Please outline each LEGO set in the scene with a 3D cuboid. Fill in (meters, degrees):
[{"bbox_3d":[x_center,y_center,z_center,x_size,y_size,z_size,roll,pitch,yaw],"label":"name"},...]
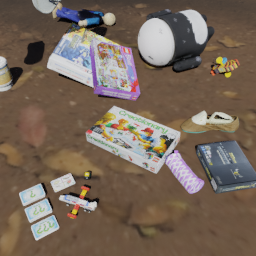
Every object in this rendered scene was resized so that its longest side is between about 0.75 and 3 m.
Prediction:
[{"bbox_3d":[-1.450,1.513,6.174,1.628,0.400,1.216,-22,51,-21],"label":"LEGO set"}]

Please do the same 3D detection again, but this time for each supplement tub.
[{"bbox_3d":[-4.228,-1.770,9.200,0.699,0.967,0.699,0,42,0],"label":"supplement tub"}]

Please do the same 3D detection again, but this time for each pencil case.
[{"bbox_3d":[1.327,1.029,6.607,0.448,0.456,1.068,6,36,-42],"label":"pencil case"}]

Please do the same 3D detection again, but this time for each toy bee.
[{"bbox_3d":[3.305,-2.090,9.883,0.802,1.226,0.666,44,83,-3],"label":"toy bee"}]

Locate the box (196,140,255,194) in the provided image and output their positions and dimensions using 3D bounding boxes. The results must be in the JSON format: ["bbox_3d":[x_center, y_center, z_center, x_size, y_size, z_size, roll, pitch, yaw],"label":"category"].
[{"bbox_3d":[2.386,0.912,6.820,1.035,0.335,1.313,-6,44,-8],"label":"box"}]

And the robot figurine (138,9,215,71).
[{"bbox_3d":[1.726,-3.274,10.264,2.814,1.756,2.114,-21,35,-21],"label":"robot figurine"}]

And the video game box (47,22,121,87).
[{"bbox_3d":[-1.379,-2.456,9.601,2.031,0.522,2.230,24,49,-12],"label":"video game box"}]

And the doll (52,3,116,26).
[{"bbox_3d":[-1.984,-5.154,12.981,2.832,0.686,1.932,10,36,2],"label":"doll"}]

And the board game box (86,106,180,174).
[{"bbox_3d":[0.136,0.235,7.505,2.145,0.371,1.354,23,47,22],"label":"board game box"}]

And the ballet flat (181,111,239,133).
[{"bbox_3d":[2.303,-0.192,7.810,1.616,0.585,0.548,2,43,3],"label":"ballet flat"}]

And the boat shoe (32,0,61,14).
[{"bbox_3d":[-1.937,-3.965,7.123,0.885,2.402,0.770,17,44,-24],"label":"boat shoe"}]

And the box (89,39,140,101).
[{"bbox_3d":[-0.460,-1.899,9.065,1.418,0.405,2.073,7,54,-24],"label":"box"}]
